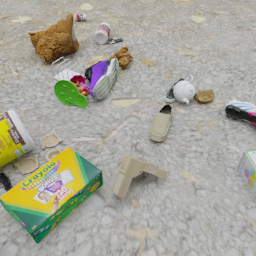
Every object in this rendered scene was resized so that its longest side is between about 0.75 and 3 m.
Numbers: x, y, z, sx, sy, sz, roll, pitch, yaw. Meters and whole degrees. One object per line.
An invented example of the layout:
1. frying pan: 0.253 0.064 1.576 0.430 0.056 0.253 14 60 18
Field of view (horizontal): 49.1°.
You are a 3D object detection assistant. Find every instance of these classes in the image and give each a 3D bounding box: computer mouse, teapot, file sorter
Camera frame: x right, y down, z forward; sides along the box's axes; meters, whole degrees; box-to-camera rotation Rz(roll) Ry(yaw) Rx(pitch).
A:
1. computer mouse: -4.671 2.065 9.055 1.720 0.377 0.943 -23 48 -23
2. teapot: 2.585 -1.663 12.373 1.039 1.053 0.769 -32 7 -26
3. file sorter: -2.887 -2.777 13.751 1.393 0.867 0.967 24 49 22

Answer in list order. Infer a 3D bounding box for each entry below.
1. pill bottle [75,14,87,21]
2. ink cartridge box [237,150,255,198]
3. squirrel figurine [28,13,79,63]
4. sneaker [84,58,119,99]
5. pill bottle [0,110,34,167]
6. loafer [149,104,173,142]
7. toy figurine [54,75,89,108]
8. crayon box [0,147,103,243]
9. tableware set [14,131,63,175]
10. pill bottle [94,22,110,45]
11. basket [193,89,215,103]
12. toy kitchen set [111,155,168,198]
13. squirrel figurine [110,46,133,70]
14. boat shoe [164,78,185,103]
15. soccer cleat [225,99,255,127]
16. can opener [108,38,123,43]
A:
1. pill bottle: -3.188 -7.464 18.935 0.751 0.429 0.429 -5 44 -5
2. ink cartridge box: 4.278 1.651 9.111 0.516 0.903 1.739 -7 44 -7
3. squirrel figurine: -4.199 -4.788 15.222 2.500 1.896 2.679 -4 41 6
4. sneaker: -1.474 -2.332 13.302 1.440 1.006 2.895 5 41 17
5. pill bottle: -4.818 0.696 9.453 2.895 1.581 1.581 -31 51 -17
6. loafer: 1.334 -0.269 11.263 0.757 0.684 2.002 12 45 12
7. toy figurine: -2.263 -1.816 12.756 1.643 1.233 1.512 30 38 0
8. crayon box: -2.309 1.977 8.830 1.624 0.796 2.734 31 52 27
9. tableware set: -3.290 0.863 10.420 1.949 0.226 1.628 -18 47 -18
10. pill bottle: -1.514 -5.713 16.828 0.827 0.827 1.448 5 45 5
11. basket: 3.457 -1.377 12.733 0.805 0.600 0.575 -10 78 -11
12. toy kitchen set: 0.276 1.685 9.460 1.440 1.299 1.175 22 -4 -23
13. squirrel figurine: -0.368 -3.586 14.786 1.189 0.841 1.109 -5 53 16
14. boat shoe: 2.167 -1.778 12.953 0.574 0.517 1.624 22 48 22
15. soccer cleat: 5.208 -0.582 11.492 2.357 0.823 1.018 29 51 27
16. can opener: -0.741 -5.251 16.715 0.943 0.315 0.251 -20 47 -20
